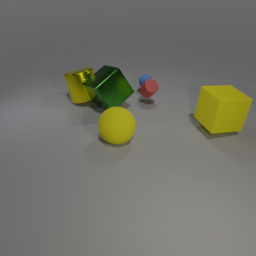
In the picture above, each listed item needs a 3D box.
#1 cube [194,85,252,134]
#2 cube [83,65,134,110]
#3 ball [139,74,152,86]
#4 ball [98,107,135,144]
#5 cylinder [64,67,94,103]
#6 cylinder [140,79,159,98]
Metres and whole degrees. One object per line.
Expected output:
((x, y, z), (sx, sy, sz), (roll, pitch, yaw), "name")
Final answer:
((3.665, -0.760, 10.974), (1.400, 1.400, 1.400), (-4, 32, -18), "cube")
((-0.873, -1.779, 12.478), (1.400, 1.400, 1.400), (-44, 33, -12), "cube")
((0.907, -2.374, 14.267), (0.700, 0.700, 0.700), (0, 32, 0), "ball")
((-0.420, -0.095, 10.473), (1.400, 1.400, 1.400), (0, 32, 0), "ball")
((-2.186, -2.055, 13.334), (1.400, 1.400, 1.400), (-11, 22, 4), "cylinder")
((0.987, -1.852, 13.109), (0.700, 0.700, 0.700), (-15, -8, -22), "cylinder")
